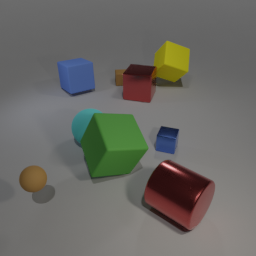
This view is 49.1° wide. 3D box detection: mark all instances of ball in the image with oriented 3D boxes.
[{"bbox_3d":[-1.389,-0.022,10.399,1.400,1.400,1.400,0,32,0],"label":"ball"},{"bbox_3d":[-2.487,1.335,7.353,0.700,0.700,0.700,0,32,0],"label":"ball"}]

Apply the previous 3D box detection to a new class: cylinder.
[{"bbox_3d":[1.393,1.760,7.557,1.400,1.400,1.400,25,40,34],"label":"cylinder"}]

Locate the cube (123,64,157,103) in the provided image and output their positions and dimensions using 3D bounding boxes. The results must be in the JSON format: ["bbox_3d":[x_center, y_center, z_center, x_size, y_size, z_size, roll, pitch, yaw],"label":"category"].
[{"bbox_3d":[0.603,-2.252,13.972,1.400,1.400,1.400,9,33,13],"label":"cube"}]

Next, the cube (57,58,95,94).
[{"bbox_3d":[-2.681,-2.732,14.510,1.400,1.400,1.400,-18,30,-28],"label":"cube"}]

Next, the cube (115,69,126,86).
[{"bbox_3d":[-0.345,-2.796,15.503,0.700,0.700,0.700,-3,32,-4],"label":"cube"}]

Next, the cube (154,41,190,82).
[{"bbox_3d":[2.275,-3.479,14.829,1.400,1.400,1.400,14,71,-18],"label":"cube"}]

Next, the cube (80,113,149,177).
[{"bbox_3d":[-0.470,0.516,8.652,1.400,1.400,1.400,0,49,-32],"label":"cube"}]

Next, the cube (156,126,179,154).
[{"bbox_3d":[1.459,0.438,10.341,0.700,0.700,0.700,10,33,16],"label":"cube"}]
